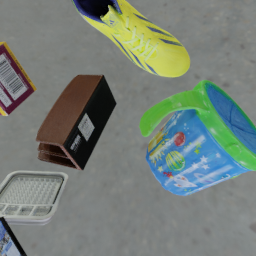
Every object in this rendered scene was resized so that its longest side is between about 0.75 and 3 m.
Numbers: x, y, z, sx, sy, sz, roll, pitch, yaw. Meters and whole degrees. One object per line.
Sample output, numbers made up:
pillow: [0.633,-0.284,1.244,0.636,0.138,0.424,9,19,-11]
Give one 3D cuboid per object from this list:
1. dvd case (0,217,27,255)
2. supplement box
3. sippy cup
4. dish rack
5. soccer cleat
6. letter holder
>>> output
dvd case: [-1.893,1.971,4.529,0.949,0.677,0.083,50,37,16]
supplement box: [-2.558,-0.856,4.960,1.516,0.992,0.782,5,46,37]
sippy cup: [1.405,0.354,5.543,2.503,1.835,1.966,46,29,-4]
dish rack: [-1.977,1.408,5.635,1.353,0.343,1.577,2,23,0]
soccer cleat: [-0.008,-2.042,5.850,2.997,1.254,0.969,39,107,1]
letter holder: [-1.212,-0.199,5.724,1.244,0.880,1.751,8,56,26]
